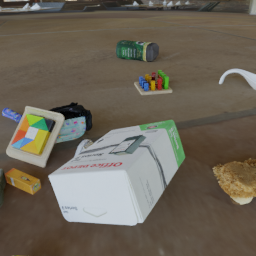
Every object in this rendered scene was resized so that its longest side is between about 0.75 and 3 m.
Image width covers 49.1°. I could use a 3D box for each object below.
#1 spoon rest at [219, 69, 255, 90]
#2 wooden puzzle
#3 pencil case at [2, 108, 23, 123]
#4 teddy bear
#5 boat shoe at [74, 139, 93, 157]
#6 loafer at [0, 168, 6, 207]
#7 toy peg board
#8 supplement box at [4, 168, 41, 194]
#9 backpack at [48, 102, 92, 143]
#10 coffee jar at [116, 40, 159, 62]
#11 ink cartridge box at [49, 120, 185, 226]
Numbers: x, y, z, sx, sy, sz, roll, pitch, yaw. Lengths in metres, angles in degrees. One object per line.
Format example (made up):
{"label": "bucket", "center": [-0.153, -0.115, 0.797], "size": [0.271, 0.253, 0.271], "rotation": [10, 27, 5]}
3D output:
{"label": "spoon rest", "center": [5.609, -2.255, 13.000], "size": [2.549, 0.773, 1.266], "rotation": [13, 31, 24]}
{"label": "wooden puzzle", "center": [-2.636, 0.194, 7.851], "size": [1.427, 1.542, 0.287], "rotation": [13, -12, 23]}
{"label": "pencil case", "center": [-4.072, -0.455, 9.839], "size": [0.797, 0.311, 0.346], "rotation": [23, 18, 21]}
{"label": "teddy bear", "center": [3.272, 1.313, 6.464], "size": [2.617, 0.874, 1.897], "rotation": [-8, 36, -30]}
{"label": "boat shoe", "center": [-1.039, 0.902, 7.253], "size": [0.723, 0.627, 1.696], "rotation": [6, 32, 10]}
{"label": "loafer", "center": [-3.146, 1.427, 6.444], "size": [0.489, 0.528, 1.405], "rotation": [-9, 20, -14]}
{"label": "toy peg board", "center": [1.144, -2.134, 12.831], "size": [1.432, 0.703, 1.438], "rotation": [-5, 28, -11]}
{"label": "supplement box", "center": [-2.575, 1.299, 6.853], "size": [0.920, 0.317, 0.306], "rotation": [14, 32, 27]}
{"label": "backpack", "center": [-2.040, -0.145, 8.785], "size": [1.622, 1.026, 1.353], "rotation": [-15, 19, -24]}
{"label": "coffee jar", "center": [0.604, -4.788, 17.372], "size": [2.517, 1.074, 1.312], "rotation": [12, 31, 22]}
{"label": "ink cartridge box", "center": [-0.093, 0.835, 6.048], "size": [1.865, 1.074, 2.555], "rotation": [-10, 15, 30]}
